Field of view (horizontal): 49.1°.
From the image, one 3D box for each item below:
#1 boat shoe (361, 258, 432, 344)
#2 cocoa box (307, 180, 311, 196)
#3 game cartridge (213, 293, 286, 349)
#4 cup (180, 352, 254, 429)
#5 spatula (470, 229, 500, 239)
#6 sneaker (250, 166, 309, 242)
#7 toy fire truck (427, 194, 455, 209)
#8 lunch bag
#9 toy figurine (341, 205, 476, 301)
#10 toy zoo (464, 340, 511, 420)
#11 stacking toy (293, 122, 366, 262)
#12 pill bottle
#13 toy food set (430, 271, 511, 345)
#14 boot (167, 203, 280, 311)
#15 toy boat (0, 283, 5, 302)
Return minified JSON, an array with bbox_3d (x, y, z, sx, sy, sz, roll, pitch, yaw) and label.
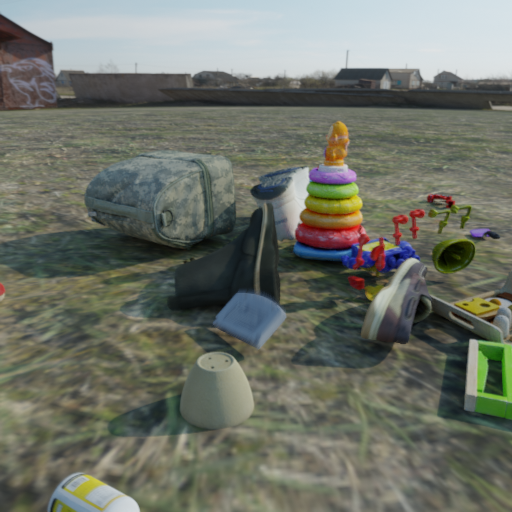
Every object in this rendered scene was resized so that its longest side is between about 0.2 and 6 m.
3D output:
[{"bbox_3d":[2.090,0.661,7.812,0.682,0.757,2.105,25,28,20],"label":"boat shoe"},{"bbox_3d":[1.841,-1.605,14.457,0.656,0.666,0.999,-13,23,-34],"label":"cocoa box"},{"bbox_3d":[-0.076,0.825,7.472,0.990,0.200,0.660,17,61,50],"label":"game cartridge"},{"bbox_3d":[-0.421,1.371,5.966,0.796,0.570,0.796,0,19,0],"label":"cup"},{"bbox_3d":[4.713,-0.441,11.431,0.431,0.157,1.525,-2,4,9],"label":"spatula"},{"bbox_3d":[0.617,-1.200,12.374,1.121,1.311,3.010,-11,17,19],"label":"sneaker"},{"bbox_3d":[4.852,-1.442,14.709,0.840,0.205,0.593,14,23,35],"label":"toy fire truck"},{"bbox_3d":[-1.979,-1.136,11.379,2.546,1.774,2.135,15,24,40],"label":"lunch bag"},{"bbox_3d":[2.307,-0.199,9.543,2.438,1.286,1.460,-15,15,-22],"label":"toy figurine"},{"bbox_3d":[3.459,1.473,6.194,2.135,0.218,1.401,7,20,21],"label":"toy zoo"},{"bbox_3d":[1.429,-1.212,10.445,1.386,2.525,1.466,5,19,14],"label":"stacking toy"},{"bbox_3d":[-1.183,2.014,4.294,0.782,0.438,0.438,12,22,31],"label":"pill bottle"},{"bbox_3d":[3.578,0.654,8.026,1.871,0.565,1.342,-10,21,-26],"label":"toy food set"},{"bbox_3d":[-0.477,-0.056,9.062,1.657,0.928,2.395,-6,31,7],"label":"boot"},{"bbox_3d":[-4.332,0.477,8.384,0.681,0.682,1.043,8,20,22],"label":"toy boat"}]
